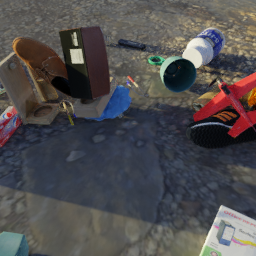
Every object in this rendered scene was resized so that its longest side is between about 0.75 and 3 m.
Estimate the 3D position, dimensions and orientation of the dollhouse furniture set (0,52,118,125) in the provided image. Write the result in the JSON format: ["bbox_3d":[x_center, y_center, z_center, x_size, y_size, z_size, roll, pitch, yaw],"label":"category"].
[{"bbox_3d":[-2.207,-1.737,9.537,2.734,2.228,2.600,3,42,19],"label":"dollhouse furniture set"}]

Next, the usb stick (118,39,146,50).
[{"bbox_3d":[0.184,-4.179,13.971,1.452,0.237,0.403,20,46,19],"label":"usb stick"}]

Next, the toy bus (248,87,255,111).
[{"bbox_3d":[5.727,-0.640,9.267,2.476,1.750,2.579,2,39,-18],"label":"toy bus"}]

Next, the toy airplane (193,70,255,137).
[{"bbox_3d":[3.383,-0.763,8.892,2.907,0.535,2.907,-22,52,31],"label":"toy airplane"}]

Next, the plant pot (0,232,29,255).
[{"bbox_3d":[-2.654,2.911,5.999,0.829,0.829,1.173,6,35,6],"label":"plant pot"}]

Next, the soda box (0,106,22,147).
[{"bbox_3d":[-4.084,-0.071,9.350,0.481,0.532,1.518,9,44,10],"label":"soda box"}]

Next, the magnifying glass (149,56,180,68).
[{"bbox_3d":[1.677,-2.973,12.734,1.576,0.176,0.627,22,47,20],"label":"magnifying glass"}]

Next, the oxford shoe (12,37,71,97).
[{"bbox_3d":[-2.660,-2.010,9.311,2.677,0.955,0.954,36,23,-18],"label":"oxford shoe"}]

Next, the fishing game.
[{"bbox_3d":[-0.841,-0.944,10.367,2.989,0.465,2.140,-24,46,-15],"label":"fishing game"}]

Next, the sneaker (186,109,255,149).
[{"bbox_3d":[3.068,-0.087,9.188,2.699,0.944,1.214,-5,34,-9],"label":"sneaker"}]

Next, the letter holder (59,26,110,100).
[{"bbox_3d":[-1.115,-2.137,9.040,1.068,2.123,1.509,10,25,41],"label":"letter holder"}]

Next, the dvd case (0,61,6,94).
[{"bbox_3d":[-5.475,-2.083,11.693,2.039,0.224,1.489,33,55,32],"label":"dvd case"}]

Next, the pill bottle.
[{"bbox_3d":[3.368,-3.539,12.555,1.250,1.250,2.088,26,50,25],"label":"pill bottle"}]

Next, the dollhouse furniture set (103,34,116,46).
[{"bbox_3d":[-1.297,-4.504,14.358,1.247,0.609,1.064,17,41,-17],"label":"dollhouse furniture set"}]

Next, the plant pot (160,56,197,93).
[{"bbox_3d":[1.901,-2.229,11.156,1.351,1.351,1.084,-6,28,-7],"label":"plant pot"}]

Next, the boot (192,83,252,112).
[{"bbox_3d":[3.519,-0.996,10.336,1.609,0.607,1.837,21,45,39],"label":"boot"}]

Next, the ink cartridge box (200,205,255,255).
[{"bbox_3d":[2.337,2.684,6.305,1.100,0.662,1.513,23,46,23],"label":"ink cartridge box"}]
